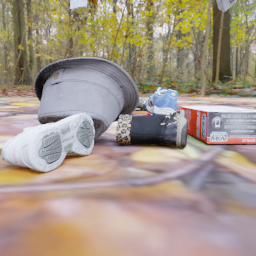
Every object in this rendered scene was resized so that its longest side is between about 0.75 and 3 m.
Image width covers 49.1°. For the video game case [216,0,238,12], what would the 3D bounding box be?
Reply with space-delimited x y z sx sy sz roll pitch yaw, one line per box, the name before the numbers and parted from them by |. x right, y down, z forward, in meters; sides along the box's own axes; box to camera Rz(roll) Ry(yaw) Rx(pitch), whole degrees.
video game case | 2.117 -3.303 4.610 0.241 2.035 1.852 52 9 36

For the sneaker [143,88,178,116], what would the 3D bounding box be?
sneaker | 1.158 -0.851 9.477 0.920 0.936 2.431 13 7 -15

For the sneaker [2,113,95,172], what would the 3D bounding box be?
sneaker | -1.043 0.137 3.852 0.797 0.625 1.604 -1 6 22

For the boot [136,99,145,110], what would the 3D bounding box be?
boot | 0.110 -1.194 13.518 1.633 0.847 2.501 9 11 20

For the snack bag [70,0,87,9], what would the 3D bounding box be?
snack bag | -1.831 -4.807 10.302 0.828 0.781 0.089 8 9 30

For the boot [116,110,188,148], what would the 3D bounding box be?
boot | 0.462 -0.012 5.163 1.199 0.583 1.592 2 14 7

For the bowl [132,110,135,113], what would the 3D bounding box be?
bowl | -0.600 -0.834 11.164 1.712 0.639 1.710 -2 7 -20

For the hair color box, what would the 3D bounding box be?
hair color box | 1.818 -0.119 5.749 1.066 0.614 1.922 0 6 -3

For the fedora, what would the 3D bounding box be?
fedora | -0.812 -0.313 4.824 1.900 0.858 1.680 -4 -37 22

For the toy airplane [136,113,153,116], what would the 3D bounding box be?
toy airplane | 0.607 -0.387 9.442 1.030 0.189 1.030 -2 6 0
